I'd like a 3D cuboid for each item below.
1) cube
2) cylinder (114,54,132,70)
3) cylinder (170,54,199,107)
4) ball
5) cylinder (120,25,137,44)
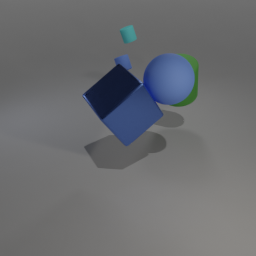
[{"bbox_3d":[-0.143,-0.636,7.803,1.400,1.400,1.400,-41,44,0],"label":"cube"},{"bbox_3d":[-0.236,-3.124,13.591,0.700,0.700,0.700,-18,9,3],"label":"cylinder"},{"bbox_3d":[1.842,-1.737,10.232,1.400,1.400,1.400,-6,48,7],"label":"cylinder"},{"bbox_3d":[1.120,-1.342,7.742,1.400,1.400,1.400,0,29,0],"label":"ball"},{"bbox_3d":[0.015,-4.748,14.205,0.700,0.700,0.700,-17,27,9],"label":"cylinder"}]
